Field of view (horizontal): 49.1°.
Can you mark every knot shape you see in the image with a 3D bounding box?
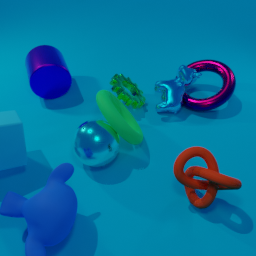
[{"bbox_3d":[1.652,1.060,5.742,1.276,1.364,0.630,5,34,31],"label":"knot shape"}]

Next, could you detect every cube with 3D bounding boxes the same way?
[{"bbox_3d":[-2.985,0.285,6.431,1.053,1.053,1.053,-10,23,-27],"label":"cube"}]

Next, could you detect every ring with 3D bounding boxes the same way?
[{"bbox_3d":[-0.200,-0.281,7.213,0.340,1.700,1.700,-38,47,11],"label":"ring"},{"bbox_3d":[2.319,-1.341,8.626,1.887,0.377,1.887,-10,58,16],"label":"ring"}]

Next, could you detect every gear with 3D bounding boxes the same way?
[{"bbox_3d":[0.003,-1.114,8.424,1.219,0.225,1.219,32,33,-24],"label":"gear"}]

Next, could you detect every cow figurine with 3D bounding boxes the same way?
[{"bbox_3d":[1.478,-1.118,8.232,1.387,0.774,1.410,-3,85,2],"label":"cow figurine"}]

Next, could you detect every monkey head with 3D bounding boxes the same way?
[{"bbox_3d":[-1.683,1.557,5.330,1.359,1.139,1.890,23,60,-18],"label":"monkey head"}]

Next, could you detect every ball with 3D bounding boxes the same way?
[{"bbox_3d":[-0.770,0.362,6.775,1.157,1.157,1.157,0,45,0],"label":"ball"}]

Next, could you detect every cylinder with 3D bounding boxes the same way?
[{"bbox_3d":[-2.524,-1.770,8.853,1.262,1.262,1.262,-15,46,-14],"label":"cylinder"}]
